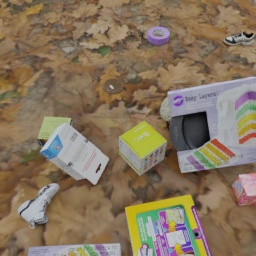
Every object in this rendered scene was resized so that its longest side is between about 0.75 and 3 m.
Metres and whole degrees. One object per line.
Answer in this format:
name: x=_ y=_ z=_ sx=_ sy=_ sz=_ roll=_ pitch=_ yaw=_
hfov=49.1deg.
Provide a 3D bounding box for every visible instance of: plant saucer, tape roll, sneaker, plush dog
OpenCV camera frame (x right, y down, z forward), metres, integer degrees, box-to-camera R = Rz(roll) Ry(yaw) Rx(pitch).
plant saucer: x=-0.646 y=-1.839 z=12.124 sx=0.933 sy=0.137 sz=0.933 roll=0 pitch=53 yaw=0
tape roll: x=1.544 y=-4.675 z=14.186 sx=1.089 sy=0.357 sz=1.089 roll=0 pitch=51 yaw=0
sneaker: x=5.505 y=-4.474 z=13.857 sx=1.449 sy=0.635 sz=0.548 roll=-1 pitch=54 yaw=1
sneaker: x=-2.582 y=2.393 z=8.598 sx=1.421 sy=0.534 sz=0.817 roll=-37 pitch=61 yaw=-19
plush dog: x=2.161 y=-0.715 z=10.375 sx=1.981 sy=1.850 sz=2.306 roll=-14 pitch=51 yaw=13

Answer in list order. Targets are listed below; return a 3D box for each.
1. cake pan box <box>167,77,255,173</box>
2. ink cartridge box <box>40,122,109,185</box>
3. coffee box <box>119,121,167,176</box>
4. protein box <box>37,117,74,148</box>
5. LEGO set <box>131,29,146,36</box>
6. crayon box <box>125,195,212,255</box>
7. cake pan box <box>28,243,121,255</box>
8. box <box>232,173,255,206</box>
cake pan box: x=2.795 y=-0.077 z=9.034 sx=2.924 sy=2.693 sz=0.765 roll=-8 pitch=7 yaw=8
ink cartridge box: x=-1.717 y=0.915 z=9.270 sx=1.994 sy=0.676 sz=1.156 roll=43 pitch=53 yaw=-21
coffee box: x=0.483 y=0.679 z=9.521 sx=1.144 sy=1.133 sz=1.146 roll=-32 pitch=59 yaw=-23
protein box: x=-2.590 y=0.209 z=10.172 sx=1.010 sy=0.687 sz=1.018 roll=3 pitch=52 yaw=3
LEGO set: x=0.557 y=-4.900 z=14.495 sx=0.829 sy=0.235 sz=0.538 roll=2 pitch=49 yaw=18
crayon box: x=1.118 y=3.226 z=7.805 sx=2.018 sy=0.682 sz=2.339 roll=-11 pitch=53 yaw=-3
cake pan box: x=-1.335 y=4.253 z=7.057 sx=2.612 sy=0.683 sz=2.406 roll=-1 pitch=54 yaw=0
box: x=4.224 y=1.885 z=8.814 sx=1.536 sy=0.788 sz=0.727 roll=-5 pitch=52 yaw=-4
